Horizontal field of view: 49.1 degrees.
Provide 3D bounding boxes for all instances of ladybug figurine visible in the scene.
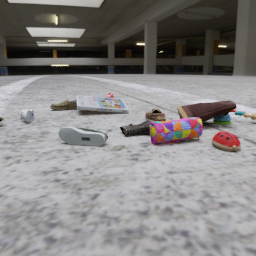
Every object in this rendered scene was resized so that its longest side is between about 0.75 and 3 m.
[{"bbox_3d":[3.269,0.410,9.284,0.840,0.445,1.237,-2,14,-9],"label":"ladybug figurine"}]

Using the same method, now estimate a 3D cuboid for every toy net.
[{"bbox_3d":[5.313,-0.503,12.873,2.769,0.535,1.452,4,12,9],"label":"toy net"}]

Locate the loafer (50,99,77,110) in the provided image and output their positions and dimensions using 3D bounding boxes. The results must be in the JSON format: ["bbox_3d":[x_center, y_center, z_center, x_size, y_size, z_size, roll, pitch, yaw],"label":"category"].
[{"bbox_3d":[-3.556,-1.353,15.985,1.763,0.594,0.670,-4,13,-20],"label":"loafer"}]

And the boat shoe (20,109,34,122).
[{"bbox_3d":[-4.782,-0.567,13.096,0.547,0.615,1.673,-6,5,-9],"label":"boat shoe"}]

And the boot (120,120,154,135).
[{"bbox_3d":[0.487,0.092,10.651,1.368,0.544,1.571,-11,13,-20],"label":"boot"}]

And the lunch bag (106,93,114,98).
[{"bbox_3d":[-1.103,-1.756,17.115,0.388,0.833,0.946,2,14,6],"label":"lunch bag"}]

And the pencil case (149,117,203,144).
[{"bbox_3d":[1.688,0.078,9.844,1.929,0.853,0.853,-4,15,-19],"label":"pencil case"}]

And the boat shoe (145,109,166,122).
[{"bbox_3d":[1.286,-0.578,12.796,0.686,0.650,1.812,-5,15,-19],"label":"boat shoe"}]

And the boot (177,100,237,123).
[{"bbox_3d":[3.297,-0.730,11.658,2.333,1.015,2.805,-15,5,13],"label":"boot"}]

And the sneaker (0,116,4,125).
[{"bbox_3d":[-5.936,-0.256,11.488,0.713,0.675,1.764,3,15,23],"label":"sneaker"}]

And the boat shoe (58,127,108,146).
[{"bbox_3d":[-1.529,0.286,9.630,1.690,0.597,0.538,10,16,9],"label":"boat shoe"}]

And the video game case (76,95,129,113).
[{"bbox_3d":[-1.445,-1.320,15.387,2.707,0.244,1.939,3,22,-14],"label":"video game case"}]
